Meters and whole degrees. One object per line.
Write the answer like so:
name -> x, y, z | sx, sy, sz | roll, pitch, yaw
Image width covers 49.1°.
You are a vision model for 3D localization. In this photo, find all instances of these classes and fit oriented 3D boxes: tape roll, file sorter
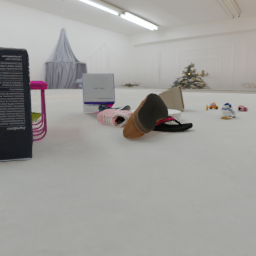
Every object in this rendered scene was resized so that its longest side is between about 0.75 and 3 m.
tape roll -> 1.151, -0.533, 11.977 | 2.232, 0.408, 2.232 | 1, 10, 0
file sorter -> -3.561, -0.625, 8.840 | 1.887, 1.703, 2.716 | -2, 11, -18

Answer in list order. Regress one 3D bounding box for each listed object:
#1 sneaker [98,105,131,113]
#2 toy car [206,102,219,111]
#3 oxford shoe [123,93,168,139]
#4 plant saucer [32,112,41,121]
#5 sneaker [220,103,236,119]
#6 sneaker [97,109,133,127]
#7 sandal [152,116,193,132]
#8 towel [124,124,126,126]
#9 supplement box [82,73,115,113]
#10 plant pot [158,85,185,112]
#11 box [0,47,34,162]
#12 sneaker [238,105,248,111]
sneaker -> -0.650, -0.734, 12.503 | 1.171, 0.616, 1.621 | 8, 14, 28
toy car -> 4.830, -1.245, 15.983 | 0.606, 0.411, 1.235 | 4, 10, 24
oxford shoe -> 0.553, -0.416, 9.063 | 0.966, 0.967, 2.711 | -35, 2, 32
plant saucer -> -4.519, -0.448, 11.760 | 1.338, 0.321, 1.340 | 6, 12, 31
sneaker -> 4.618, -0.814, 12.792 | 0.588, 0.688, 1.562 | 3, 10, 25
sneaker -> -0.604, -0.369, 10.557 | 1.533, 0.577, 0.801 | -1, 16, 22
sandal -> 1.117, -0.187, 9.760 | 2.240, 0.505, 0.841 | 2, 10, 12
towel -> 0.147, -0.167, 10.854 | 0.843, 0.096, 0.607 | -9, 13, -43
supplement box -> -1.482, -1.595, 13.437 | 1.398, 1.428, 2.763 | -2, -6, -10
plant pot -> 2.396, -1.554, 15.504 | 1.209, 1.364, 1.366 | -10, 7, 15
box -> -2.959, -0.598, 6.615 | 1.290, 2.409, 1.788 | -3, 11, -18
sneaker -> 6.185, -1.100, 15.460 | 0.488, 0.309, 0.867 | 2, 12, -9
